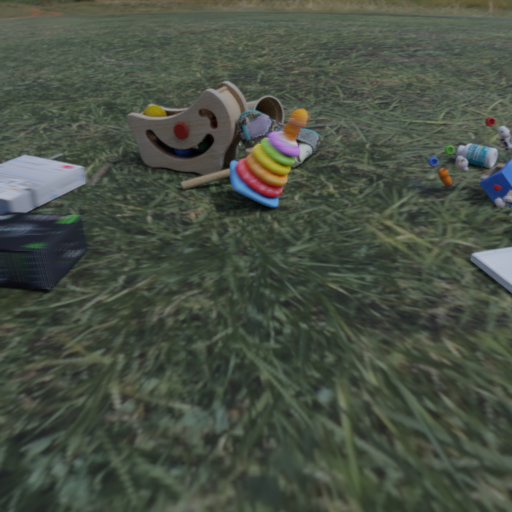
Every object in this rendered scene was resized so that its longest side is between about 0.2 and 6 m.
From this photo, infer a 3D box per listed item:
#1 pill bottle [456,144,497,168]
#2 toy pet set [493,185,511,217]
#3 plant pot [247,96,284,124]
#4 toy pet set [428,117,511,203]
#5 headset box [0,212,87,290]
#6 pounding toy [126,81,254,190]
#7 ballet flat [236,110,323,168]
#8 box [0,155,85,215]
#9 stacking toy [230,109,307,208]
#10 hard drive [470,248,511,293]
[{"bbox_3d":[5.401,-2.471,13.746,0.874,0.484,0.484,22,36,35],"label":"pill bottle"},{"bbox_3d":[4.985,-0.720,10.600,1.164,0.618,1.087,23,7,-46],"label":"toy pet set"},{"bbox_3d":[0.046,-3.997,16.022,1.123,1.123,1.028,-21,24,-32],"label":"plant pot"},{"bbox_3d":[4.773,-1.865,11.714,1.620,1.512,0.860,-37,7,11],"label":"toy pet set"},{"bbox_3d":[-3.743,-0.119,9.237,1.553,0.721,1.352,4,29,11],"label":"headset box"},{"bbox_3d":[-1.442,-2.803,12.778,3.515,2.010,2.017,11,31,20],"label":"pounding toy"},{"bbox_3d":[0.643,-2.623,13.424,2.846,1.024,1.024,7,17,-47],"label":"ballet flat"},{"bbox_3d":[-5.095,-1.543,12.044,1.732,0.457,2.221,13,31,19],"label":"box"},{"bbox_3d":[0.419,-2.080,11.256,1.114,2.031,1.178,22,31,-24],"label":"stacking toy"},{"bbox_3d":[4.271,0.269,9.176,0.855,0.173,1.296,-8,31,-14],"label":"hard drive"}]
